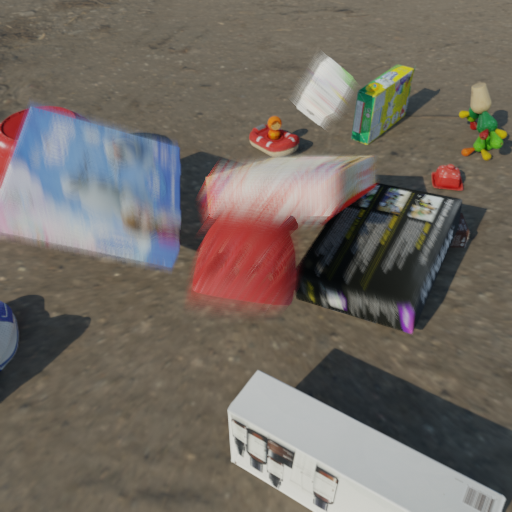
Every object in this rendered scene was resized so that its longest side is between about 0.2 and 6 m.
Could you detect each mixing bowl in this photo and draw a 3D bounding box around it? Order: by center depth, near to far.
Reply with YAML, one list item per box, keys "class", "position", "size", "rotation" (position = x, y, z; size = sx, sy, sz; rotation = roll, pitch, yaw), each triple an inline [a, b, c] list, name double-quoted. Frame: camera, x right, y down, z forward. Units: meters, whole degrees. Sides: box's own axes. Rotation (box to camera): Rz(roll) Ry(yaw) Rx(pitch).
- class: "mixing bowl"
  position: [-4.641, -2.181, 12.542]
  size: [3.302, 1.789, 3.302]
  rotation: [1, 42, -1]

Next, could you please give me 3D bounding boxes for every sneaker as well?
- class: "sneaker"
  position: [-4.565, 1.412, 8.699]
  size: [1.005, 1.437, 2.489]
  rotation: [1, 41, -1]

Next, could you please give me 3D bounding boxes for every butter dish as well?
- class: "butter dish"
  position: [4.524, -1.911, 13.166]
  size: [0.699, 0.518, 0.701]
  rotation: [7, 42, 9]

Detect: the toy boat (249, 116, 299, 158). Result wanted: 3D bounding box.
- class: "toy boat"
  position: [0.475, -3.119, 14.249]
  size: [0.891, 0.892, 1.365]
  rotation: [-32, 51, -31]

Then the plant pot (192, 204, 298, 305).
- class: "plant pot"
  position: [-0.134, -0.028, 8.345]
  size: [1.508, 1.373, 1.508]
  rotation: [6, -1, 0]

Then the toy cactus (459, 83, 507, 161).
- class: "toy cactus"
  position: [5.616, -3.462, 14.132]
  size: [1.082, 1.746, 2.116]
  rotation: [-10, 33, 19]

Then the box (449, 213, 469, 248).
- class: "box"
  position: [3.670, -0.547, 11.654]
  size: [1.308, 0.490, 0.655]
  rotation: [-1, 43, 2]

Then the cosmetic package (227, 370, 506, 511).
- class: "cosmetic package"
  position: [1.210, 2.843, 7.151]
  size: [3.320, 1.370, 0.841]
  rotation: [22, 48, 24]

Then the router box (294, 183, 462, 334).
- class: "router box"
  position: [2.324, -0.145, 10.505]
  size: [2.222, 0.761, 2.979]
  rotation: [16, 50, 27]

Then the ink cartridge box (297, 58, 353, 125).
- class: "ink cartridge box"
  position: [1.545, -3.690, 12.634]
  size: [0.746, 0.429, 1.274]
  rotation: [33, 79, -18]

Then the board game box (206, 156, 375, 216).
- class: "board game box"
  position: [0.764, -1.350, 10.217]
  size: [2.220, 0.679, 2.931]
  rotation: [3, 17, 25]

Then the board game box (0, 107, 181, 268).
- class: "board game box"
  position: [-2.802, -1.280, 9.949]
  size: [2.895, 0.631, 2.909]
  rotation: [12, 42, -19]

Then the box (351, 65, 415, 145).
- class: "box"
  position: [3.472, -4.137, 15.001]
  size: [0.592, 1.436, 2.448]
  rotation: [30, 49, 28]
